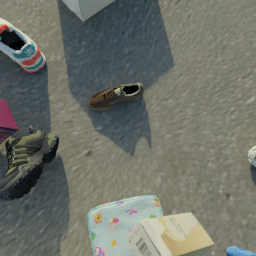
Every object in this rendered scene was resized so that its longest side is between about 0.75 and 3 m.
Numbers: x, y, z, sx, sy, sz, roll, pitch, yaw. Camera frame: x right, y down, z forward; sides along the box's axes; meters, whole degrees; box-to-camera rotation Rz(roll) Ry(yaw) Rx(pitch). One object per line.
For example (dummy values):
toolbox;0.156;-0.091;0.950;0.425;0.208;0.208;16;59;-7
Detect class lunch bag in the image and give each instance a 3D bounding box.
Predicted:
lunch bag;-0.023;2.459;6.667;1.839;0.709;1.475;-13;75;-4

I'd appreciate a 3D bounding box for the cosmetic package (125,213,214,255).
cosmetic package;0.892;2.317;5.716;0.611;1.718;0.904;-57;50;23

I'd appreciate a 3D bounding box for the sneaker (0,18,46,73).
sneaker;-3.543;-2.711;8.041;2.656;1.242;0.935;38;76;11

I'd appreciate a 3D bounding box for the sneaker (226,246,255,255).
sneaker;2.784;3.043;6.683;0.849;0.333;0.280;16;75;7

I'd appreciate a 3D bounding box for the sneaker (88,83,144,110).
sneaker;-0.350;-0.970;7.816;1.619;0.611;0.570;-17;73;-6

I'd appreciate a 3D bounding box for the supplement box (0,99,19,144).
supplement box;-3.756;0.011;7.151;1.528;0.788;1.000;-34;71;13

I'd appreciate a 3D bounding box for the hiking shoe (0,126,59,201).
hiking shoe;-2.584;0.802;6.763;1.095;0.823;2.174;21;38;7

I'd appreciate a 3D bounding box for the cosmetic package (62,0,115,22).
cosmetic package;-0.769;-4.942;8.729;2.970;1.296;1.535;-41;77;-12

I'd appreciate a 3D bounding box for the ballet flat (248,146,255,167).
ballet flat;4.231;1.083;7.093;2.332;0.745;0.882;22;73;6
